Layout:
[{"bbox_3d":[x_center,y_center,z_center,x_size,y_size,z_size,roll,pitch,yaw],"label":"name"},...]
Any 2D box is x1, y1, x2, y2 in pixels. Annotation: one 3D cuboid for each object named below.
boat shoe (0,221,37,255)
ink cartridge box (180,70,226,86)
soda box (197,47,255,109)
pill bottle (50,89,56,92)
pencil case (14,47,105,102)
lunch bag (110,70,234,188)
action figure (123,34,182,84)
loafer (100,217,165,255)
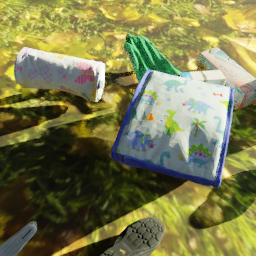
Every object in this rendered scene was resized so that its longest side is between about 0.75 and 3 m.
[{"bbox_3d":[-2.322,2.397,5.942,1.017,0.315,0.366,-40,93,-5],"label":"boat shoe"},{"bbox_3d":[2.259,-1.247,8.752,1.290,0.945,0.554,-4,42,-3],"label":"ink cartridge box"},{"bbox_3d":[3.295,-1.695,9.272,0.789,0.733,2.307,-21,54,-17],"label":"soda box"},{"bbox_3d":[-2.241,-1.546,9.263,0.787,0.438,0.438,-25,52,-4],"label":"pill bottle"},{"bbox_3d":[-2.016,-1.612,8.531,2.695,1.222,1.120,12,23,0],"label":"pencil case"},{"bbox_3d":[1.187,0.071,7.019,2.469,1.851,2.904,13,40,12],"label":"lunch bag"},{"bbox_3d":[0.614,-2.394,9.756,1.657,0.767,2.805,-21,60,-15],"label":"action figure"},{"bbox_3d":[-0.043,2.526,5.623,0.708,0.732,2.085,40,43,25],"label":"loafer"}]
